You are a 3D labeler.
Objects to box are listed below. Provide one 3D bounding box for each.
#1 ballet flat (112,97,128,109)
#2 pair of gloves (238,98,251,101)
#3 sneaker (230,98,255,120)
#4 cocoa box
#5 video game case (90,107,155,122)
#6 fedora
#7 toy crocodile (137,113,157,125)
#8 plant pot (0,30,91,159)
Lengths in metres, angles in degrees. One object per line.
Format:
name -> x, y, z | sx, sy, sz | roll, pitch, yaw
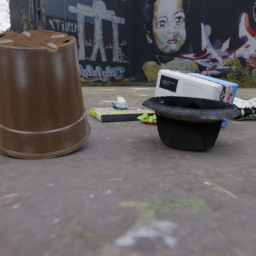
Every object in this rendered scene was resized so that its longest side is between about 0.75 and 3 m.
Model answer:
ballet flat -> -0.433, -1.253, 13.933 | 0.617, 0.617, 1.716 | -4, 8, -19
pair of gloves -> 6.421, -1.457, 16.948 | 2.534, 0.523, 2.980 | 12, 18, 37
sneaker -> 5.246, -0.719, 12.203 | 2.845, 1.076, 1.247 | 1, 23, 36
cocoa box -> 2.479, -1.140, 10.612 | 1.654, 1.681, 2.520 | -10, 28, -42
video game case -> -0.240, -0.666, 13.124 | 2.678, 0.342, 2.421 | -3, 11, -19
fedora -> 1.632, -0.122, 7.686 | 2.711, 1.238, 2.711 | 1, 15, 0
toy crocodile -> 0.925, -0.306, 11.181 | 1.266, 0.391, 0.427 | 6, -28, 36
plant pot -> -2.232, -0.986, 7.005 | 2.547, 2.521, 2.547 | 2, 29, -1
